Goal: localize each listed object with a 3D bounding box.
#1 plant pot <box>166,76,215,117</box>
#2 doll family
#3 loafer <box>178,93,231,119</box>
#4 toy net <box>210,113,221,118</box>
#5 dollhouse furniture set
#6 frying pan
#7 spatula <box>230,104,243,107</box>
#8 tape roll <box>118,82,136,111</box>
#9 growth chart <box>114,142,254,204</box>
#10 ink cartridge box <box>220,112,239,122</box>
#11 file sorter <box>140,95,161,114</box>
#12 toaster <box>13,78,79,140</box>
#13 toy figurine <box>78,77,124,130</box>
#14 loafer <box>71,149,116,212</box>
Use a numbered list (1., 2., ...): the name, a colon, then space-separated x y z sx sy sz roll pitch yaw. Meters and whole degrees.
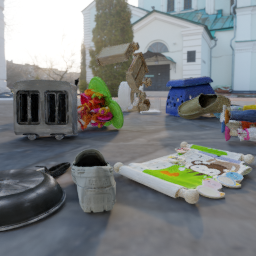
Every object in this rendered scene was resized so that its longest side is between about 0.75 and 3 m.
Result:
1. plant pot: 3.052 -1.580 13.730 1.971 1.772 1.971 -10 10 -19
2. doll family: 3.291 -0.290 7.126 1.593 1.156 2.566 2 8 15
3. loafer: 3.030 -1.003 11.687 2.378 0.904 0.802 -13 -38 42
4. toy net: 4.604 -0.804 13.395 1.374 0.506 2.620 1 7 9
5. dollhouse furniture set: 0.012 -1.410 7.657 0.835 1.886 0.978 -3 44 26
6. frying pan: -1.097 0.670 3.399 1.278 0.344 2.112 6 13 35
7. spatula: 5.597 -0.684 12.371 2.479 0.255 0.701 19 10 8
8. tape roll: -0.027 -1.836 16.455 0.614 1.755 1.755 2 8 16
9. growth chart: 0.978 0.585 4.327 1.691 0.207 2.337 8 12 41
10. ink cartridge box: 4.609 -0.362 10.542 1.420 0.499 1.747 -3 12 -23
11. file sorter: 1.170 -1.321 15.559 1.069 0.960 1.541 -1 8 -5
12. toaster: -2.066 -0.543 7.259 1.506 1.666 0.989 1 3 -3
13. toy figurine: -1.619 -0.455 8.933 2.125 1.733 2.308 -20 41 -28
14. loafer: -0.435 0.513 3.496 0.543 0.542 1.554 -2 8 -16
